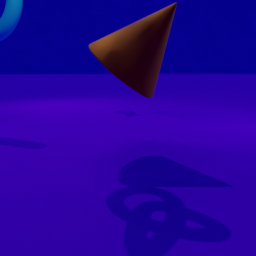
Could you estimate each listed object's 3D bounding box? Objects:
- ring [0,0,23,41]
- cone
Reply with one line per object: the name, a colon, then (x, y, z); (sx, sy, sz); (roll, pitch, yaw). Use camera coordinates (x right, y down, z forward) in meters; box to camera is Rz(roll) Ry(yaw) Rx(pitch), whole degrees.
ring: (-3.702, -3.296, 7.613); (2.001, 2.001, 0.400); (5, 0, 22)
cone: (0.366, -1.645, 5.166); (1.559, 1.564, 1.559); (37, 18, -14)
